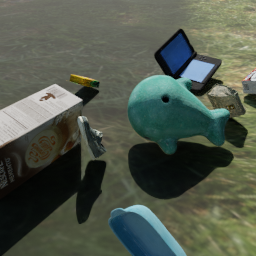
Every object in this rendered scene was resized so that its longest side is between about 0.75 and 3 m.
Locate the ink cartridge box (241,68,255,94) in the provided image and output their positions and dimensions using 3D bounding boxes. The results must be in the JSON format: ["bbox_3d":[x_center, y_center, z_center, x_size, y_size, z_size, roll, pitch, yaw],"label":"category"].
[{"bbox_3d":[4.911,-1.730,10.001,1.276,0.535,1.121,-38,30,-31],"label":"ink cartridge box"}]

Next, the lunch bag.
[{"bbox_3d":[3.086,-0.818,8.698,0.617,0.861,1.050,-43,31,-10],"label":"lunch bag"}]

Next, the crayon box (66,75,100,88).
[{"bbox_3d":[-1.638,-1.720,10.285,0.693,0.277,1.092,21,13,29],"label":"crayon box"}]

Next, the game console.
[{"bbox_3d":[2.384,-2.669,10.849,1.934,1.280,2.199,23,56,29],"label":"game console"}]

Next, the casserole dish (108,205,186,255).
[{"bbox_3d":[0.340,1.778,4.389,1.520,0.921,0.295,50,43,-3],"label":"casserole dish"}]

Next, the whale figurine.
[{"bbox_3d":[1.384,-0.402,7.468,2.816,1.461,2.240,17,77,2],"label":"whale figurine"}]

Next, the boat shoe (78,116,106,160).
[{"bbox_3d":[-0.860,0.209,6.856,0.466,1.510,0.550,-22,49,-10],"label":"boat shoe"}]

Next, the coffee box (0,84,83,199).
[{"bbox_3d":[-2.436,0.248,6.830,1.082,1.552,2.715,31,46,23],"label":"coffee box"}]
